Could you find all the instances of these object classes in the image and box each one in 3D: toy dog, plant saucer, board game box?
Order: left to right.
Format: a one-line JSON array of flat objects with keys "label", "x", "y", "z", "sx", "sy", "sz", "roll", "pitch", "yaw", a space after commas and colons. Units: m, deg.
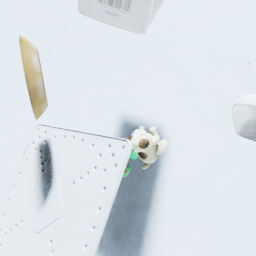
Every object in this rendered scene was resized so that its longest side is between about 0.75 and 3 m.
[{"label": "plant saucer", "x": -1.611, "y": -0.872, "z": 4.876, "sx": 0.257, "sy": 1.453, "sz": 1.453, "roll": -11, "pitch": 72, "yaw": -14}, {"label": "board game box", "x": -1.403, "y": 1.460, "z": 5.256, "sx": 2.958, "sy": 0.383, "sz": 2.957, "roll": 8, "pitch": 72, "yaw": 42}, {"label": "toy dog", "x": 0.276, "y": 0.318, "z": 5.287, "sx": 0.563, "sy": 0.807, "sz": 0.782, "roll": 21, "pitch": 76, "yaw": 34}]

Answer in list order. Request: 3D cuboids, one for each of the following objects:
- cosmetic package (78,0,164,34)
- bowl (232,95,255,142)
[{"label": "cosmetic package", "x": 0.163, "y": -3.087, "z": 5.638, "sx": 1.396, "sy": 1.017, "sz": 2.746, "roll": 21, "pitch": 46, "yaw": 4}, {"label": "bowl", "x": 1.939, "y": -0.125, "z": 3.890, "sx": 0.862, "sy": 0.860, "sz": 0.322, "roll": 19, "pitch": 65, "yaw": 35}]
